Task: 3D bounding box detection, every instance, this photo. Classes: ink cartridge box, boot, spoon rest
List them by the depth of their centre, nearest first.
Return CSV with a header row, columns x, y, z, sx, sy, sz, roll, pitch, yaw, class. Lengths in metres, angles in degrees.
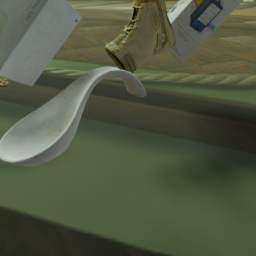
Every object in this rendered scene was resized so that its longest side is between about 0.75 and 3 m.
x,y,z,sx,sy,sz,roll,pitch,yaw,class
-0.793,-0.258,4.033,2.311,0.700,1.148,-34,36,-23,spoon rest
0.098,-2.502,6.820,1.700,2.188,0.796,-37,39,-7,boot
2.049,-3.469,8.670,1.154,2.638,1.917,41,16,-18,ink cartridge box

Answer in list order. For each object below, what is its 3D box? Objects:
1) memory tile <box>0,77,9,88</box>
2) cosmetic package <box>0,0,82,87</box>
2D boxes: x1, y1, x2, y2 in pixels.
x,y,z,sx,sy,sz,roll,pitch,yaw,class
-3.616,-1.170,7.345,0.889,0.075,0.681,-21,48,-17,memory tile
-1.921,-1.816,4.673,1.547,1.542,0.951,40,8,13,cosmetic package
